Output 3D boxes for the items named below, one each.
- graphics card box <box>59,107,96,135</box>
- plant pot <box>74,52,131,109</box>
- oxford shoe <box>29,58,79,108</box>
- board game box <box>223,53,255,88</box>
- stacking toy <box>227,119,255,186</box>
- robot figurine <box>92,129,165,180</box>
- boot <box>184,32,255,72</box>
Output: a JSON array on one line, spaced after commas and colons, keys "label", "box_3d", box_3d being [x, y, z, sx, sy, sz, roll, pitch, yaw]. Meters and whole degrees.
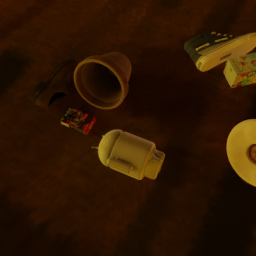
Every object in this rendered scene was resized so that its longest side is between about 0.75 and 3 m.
[{"label": "graphics card box", "box_3d": [-1.721, -0.256, 9.522, 1.052, 0.268, 0.660, 22, 61, 14]}, {"label": "plant pot", "box_3d": [-0.650, -1.853, 9.756, 1.890, 1.890, 1.649, 22, 45, 13]}, {"label": "oxford shoe", "box_3d": [-2.407, -1.571, 10.102, 0.964, 0.830, 2.284, 34, 69, 5]}, {"label": "board game box", "box_3d": [4.481, -2.161, 10.293, 1.569, 0.808, 0.823, -13, 59, -2]}, {"label": "stacking toy", "box_3d": [4.607, 0.456, 8.518, 2.805, 2.050, 2.050, -18, 58, -33]}, {"label": "robot figurine", "box_3d": [0.005, 0.773, 8.348, 2.087, 1.179, 1.770, 21, 22, 13]}, {"label": "boot", "box_3d": [3.701, -3.347, 10.920, 2.911, 1.059, 1.315, -23, 67, -13]}]
